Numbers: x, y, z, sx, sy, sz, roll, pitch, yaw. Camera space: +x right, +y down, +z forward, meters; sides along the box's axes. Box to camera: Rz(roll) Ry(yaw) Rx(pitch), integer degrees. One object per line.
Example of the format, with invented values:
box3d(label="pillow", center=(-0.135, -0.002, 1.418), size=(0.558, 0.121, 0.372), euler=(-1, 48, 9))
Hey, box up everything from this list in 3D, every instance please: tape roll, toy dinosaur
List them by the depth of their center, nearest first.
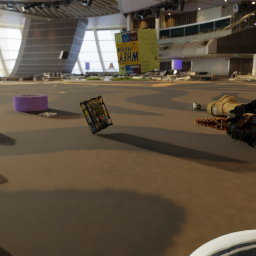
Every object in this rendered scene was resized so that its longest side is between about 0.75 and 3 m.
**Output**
box3d(label="toy dinosaur", center=(2.945, -0.021, 7.352), size=(2.174, 1.111, 1.476), euler=(-17, -5, 9))
box3d(label="tape roll", center=(-4.510, -1.195, 13.040), size=(1.525, 0.648, 1.525), euler=(0, 13, 0))

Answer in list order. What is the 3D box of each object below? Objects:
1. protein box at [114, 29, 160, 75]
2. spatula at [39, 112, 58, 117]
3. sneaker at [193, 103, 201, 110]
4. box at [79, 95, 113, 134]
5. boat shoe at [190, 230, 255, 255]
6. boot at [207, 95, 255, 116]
box3d(label="protein box", center=(0.199, -1.552, 5.684), size=(0.543, 0.805, 0.800), euler=(3, 18, 33))
box3d(label="spatula", center=(-3.285, -0.552, 11.430), size=(0.546, 0.063, 0.785), euler=(9, 14, 13))
box3d(label="sneaker", center=(3.256, -1.019, 13.182), size=(0.364, 0.267, 0.805), euler=(4, 16, 7))
box3d(label="box", center=(-0.914, -0.395, 8.157), size=(0.241, 0.977, 0.780), euler=(-18, 8, 37))
box3d(label="boat shoe", center=(1.310, 1.140, 1.707), size=(1.853, 0.655, 0.841), euler=(2, 8, 2))
box3d(label="boot", center=(4.475, -0.738, 10.867), size=(1.882, 0.711, 2.149), euler=(-25, 23, -35))
